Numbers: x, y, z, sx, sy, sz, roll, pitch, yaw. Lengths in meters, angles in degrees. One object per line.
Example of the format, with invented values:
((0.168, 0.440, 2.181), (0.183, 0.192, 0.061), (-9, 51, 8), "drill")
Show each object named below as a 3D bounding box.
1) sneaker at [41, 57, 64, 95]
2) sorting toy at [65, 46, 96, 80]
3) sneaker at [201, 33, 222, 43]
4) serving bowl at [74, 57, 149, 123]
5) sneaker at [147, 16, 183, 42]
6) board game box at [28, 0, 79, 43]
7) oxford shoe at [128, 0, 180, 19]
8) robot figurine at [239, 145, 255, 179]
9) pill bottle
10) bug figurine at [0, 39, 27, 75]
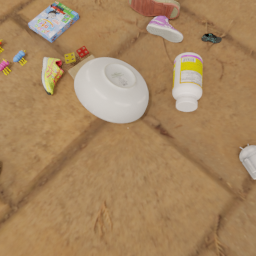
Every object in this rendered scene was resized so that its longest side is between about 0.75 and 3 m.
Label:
((-3.008, -2.143, 11.263), (0.817, 0.707, 1.810), (-4, 65, -4), "sneaker")
((-1.618, -2.196, 11.331), (1.202, 0.422, 2.493), (-36, 72, -5), "sorting toy")
((3.688, -3.940, 12.261), (0.895, 0.355, 0.337), (4, 64, 0), "sneaker")
((-0.428, -1.540, 9.890), (2.795, 0.919, 2.795), (14, 51, -18), "serving bowl")
((1.779, -4.466, 12.369), (1.691, 0.613, 0.964), (28, 65, 12), "sneaker")
((-3.343, -4.841, 12.670), (1.381, 0.334, 1.826), (35, 71, 14), "board game box")
((1.212, -5.673, 12.891), (2.416, 0.855, 0.892), (19, 49, 3), "oxford shoe")
((4.442, 1.196, 9.683), (1.213, 0.808, 1.430), (-7, 59, -46), "robot figurine")
((2.301, -1.754, 10.845), (1.127, 1.127, 2.161), (7, 66, 3), "pill bottle")
((-5.288, -3.028, 11.774), (1.870, 0.481, 1.450), (27, 69, 11), "bug figurine")
